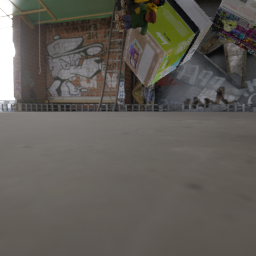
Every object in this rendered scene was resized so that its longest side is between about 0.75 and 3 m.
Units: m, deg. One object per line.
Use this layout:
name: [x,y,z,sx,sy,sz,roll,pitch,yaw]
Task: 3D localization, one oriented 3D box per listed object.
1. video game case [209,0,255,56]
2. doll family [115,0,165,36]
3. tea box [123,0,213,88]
video game case: [3.632,-3.036,8.172,2.193,0.393,1.988,33,-12,8]
doll family: [0.267,-2.701,5.386,1.015,1.757,0.689,1,20,32]
tea box: [1.127,-2.739,8.929,2.121,1.441,2.156,-34,-10,-13]
